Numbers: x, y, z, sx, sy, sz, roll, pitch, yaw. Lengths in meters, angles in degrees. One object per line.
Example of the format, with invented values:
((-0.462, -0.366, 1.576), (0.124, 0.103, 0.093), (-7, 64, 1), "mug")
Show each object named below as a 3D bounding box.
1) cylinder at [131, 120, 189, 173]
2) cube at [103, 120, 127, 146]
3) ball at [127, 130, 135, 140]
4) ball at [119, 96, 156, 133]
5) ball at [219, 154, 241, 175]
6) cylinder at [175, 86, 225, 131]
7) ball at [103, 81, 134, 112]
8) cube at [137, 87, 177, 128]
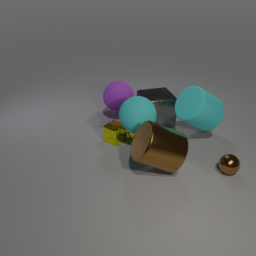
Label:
((1.021, 0.616, 9.234), (1.400, 1.400, 1.400), (21, 24, -21), "cylinder")
((-0.527, 0.191, 11.270), (0.700, 0.700, 0.700), (21, 36, 32), "cube")
((0.320, 0.145, 11.351), (0.700, 0.700, 0.700), (0, 30, 0), "ball")
((0.365, -0.493, 10.533), (1.400, 1.400, 1.400), (0, 30, 0), "ball")
((3.432, 1.225, 9.479), (0.700, 0.700, 0.700), (0, 30, 0), "ball")
((2.797, -0.751, 10.959), (1.400, 1.400, 1.400), (22, 15, -36), "cylinder")
((-0.434, -1.427, 12.687), (1.400, 1.400, 1.400), (0, 30, 0), "ball")
((1.233, -0.842, 12.329), (1.400, 1.400, 1.400), (-8, 31, -13), "cube")
